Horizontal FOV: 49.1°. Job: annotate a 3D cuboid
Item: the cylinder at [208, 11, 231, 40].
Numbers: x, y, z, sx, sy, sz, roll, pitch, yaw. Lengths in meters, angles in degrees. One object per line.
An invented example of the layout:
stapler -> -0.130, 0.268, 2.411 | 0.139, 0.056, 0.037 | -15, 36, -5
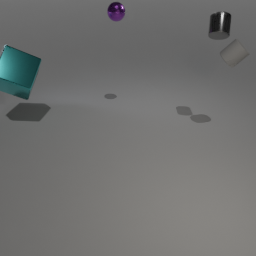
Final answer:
cylinder -> 3.100, -3.443, 9.465 | 0.700, 0.700, 0.700 | 6, -3, 0

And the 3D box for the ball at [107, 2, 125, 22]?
ball -> -0.450, -4.468, 10.765 | 0.700, 0.700, 0.700 | 0, 29, 0

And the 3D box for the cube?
cube -> -4.421, -2.158, 11.176 | 1.400, 1.400, 1.400 | 19, -19, -19

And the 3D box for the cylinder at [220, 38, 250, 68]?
cylinder -> 3.612, -2.534, 9.495 | 0.700, 0.700, 0.700 | 31, 37, -27
